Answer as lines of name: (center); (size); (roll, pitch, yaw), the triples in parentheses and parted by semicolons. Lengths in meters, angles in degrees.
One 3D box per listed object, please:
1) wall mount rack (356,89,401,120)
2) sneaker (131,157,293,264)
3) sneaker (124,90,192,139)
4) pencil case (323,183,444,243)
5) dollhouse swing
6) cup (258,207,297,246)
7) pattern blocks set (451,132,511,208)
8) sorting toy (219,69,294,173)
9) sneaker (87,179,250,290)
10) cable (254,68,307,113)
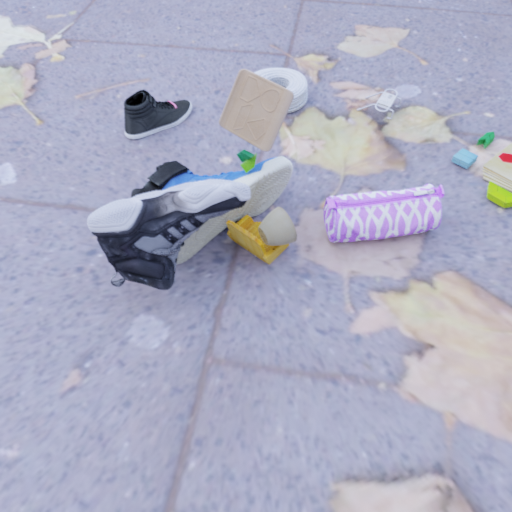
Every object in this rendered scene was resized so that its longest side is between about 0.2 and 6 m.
wall mount rack: (3.106, -3.835, 14.110); (0.925, 0.397, 1.065); (24, 52, 15)
sneaker: (-0.984, -1.409, 11.271); (3.391, 1.302, 1.886); (-37, 66, -21)
sneaker: (-2.355, -3.588, 13.477); (1.929, 0.957, 0.682); (-32, 54, -27)
pencil case: (2.491, -0.848, 10.972); (2.355, 1.007, 0.989); (-10, 65, -7)
dollhouse swing: (0.022, -0.471, 10.673); (0.988, 0.868, 0.898); (34, 61, 23)
cup: (0.345, -0.477, 10.364); (0.518, 0.724, 0.724); (-27, 53, -14)
pattern blocks set: (6.002, -1.777, 12.318); (2.635, 0.243, 2.998); (-27, 53, -22)
sorting toy: (-0.103, -2.477, 10.521); (1.273, 1.722, 0.253); (34, 20, 27)
sneaker: (-1.345, -0.349, 9.585); (2.750, 1.565, 1.038); (-14, 19, -9)
cable: (0.515, -4.255, 14.332); (1.632, 0.565, 1.633); (12, 49, 11)
